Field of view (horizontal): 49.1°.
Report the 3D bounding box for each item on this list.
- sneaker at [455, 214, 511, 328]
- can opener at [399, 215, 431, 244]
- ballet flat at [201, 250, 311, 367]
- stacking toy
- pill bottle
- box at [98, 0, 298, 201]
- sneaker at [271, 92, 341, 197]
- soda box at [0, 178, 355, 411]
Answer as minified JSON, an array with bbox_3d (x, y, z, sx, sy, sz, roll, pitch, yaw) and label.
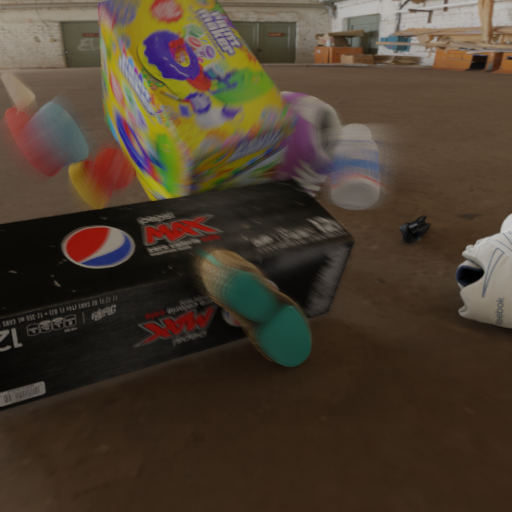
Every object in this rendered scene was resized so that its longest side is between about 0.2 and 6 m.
[{"bbox_3d":[3.821,0.044,8.514,1.423,1.217,3.266,4,23,22],"label":"sneaker"},{"bbox_3d":[3.111,-0.512,10.755,0.502,0.405,1.278,-17,2,33],"label":"can opener"},{"bbox_3d":[0.028,0.562,6.366,0.712,2.019,0.659,-39,44,-4],"label":"ballet flat"},{"bbox_3d":[-2.316,-1.592,7.122,0.737,1.579,1.744,-29,-21,8],"label":"stacking toy"},{"bbox_3d":[1.368,-1.260,7.762,0.649,0.649,1.157,3,54,7],"label":"pill bottle"},{"bbox_3d":[-1.021,-2.076,8.514,1.649,2.603,2.703,-25,73,-22],"label":"box"},{"bbox_3d":[0.740,-1.240,9.272,0.985,2.719,1.550,-15,28,-30],"label":"sneaker"},{"bbox_3d":[-1.153,0.279,7.093,4.598,1.456,1.627,-12,43,-27],"label":"soda box"}]
